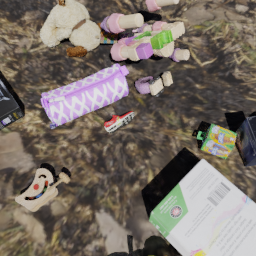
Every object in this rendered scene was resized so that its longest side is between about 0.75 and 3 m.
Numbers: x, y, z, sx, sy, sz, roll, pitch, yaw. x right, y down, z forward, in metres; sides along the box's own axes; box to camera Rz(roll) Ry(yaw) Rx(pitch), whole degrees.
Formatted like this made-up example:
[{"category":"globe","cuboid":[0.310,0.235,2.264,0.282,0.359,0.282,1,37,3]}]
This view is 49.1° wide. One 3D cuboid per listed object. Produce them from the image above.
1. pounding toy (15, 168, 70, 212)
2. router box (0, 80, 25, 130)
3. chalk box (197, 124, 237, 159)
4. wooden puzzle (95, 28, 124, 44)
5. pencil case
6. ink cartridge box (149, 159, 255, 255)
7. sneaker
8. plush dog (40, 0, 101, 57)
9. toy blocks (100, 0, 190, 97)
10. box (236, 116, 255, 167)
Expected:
[{"category":"pounding toy","cuboid":[-2.485,1.614,7.922,1.516,0.869,0.867,-37,72,-18]},{"category":"router box","cuboid":[-4.914,-0.863,9.374,1.873,0.622,2.382,-33,67,-16]},{"category":"chalk box","cuboid":[2.676,0.364,8.630,1.057,0.655,0.658,22,52,9]},{"category":"wooden puzzle","cuboid":[-0.678,-3.386,10.245,1.063,0.630,0.075,-1,51,-12]},{"category":"pencil case","cuboid":[-1.403,-1.121,9.166,2.929,1.252,1.229,-26,68,-14]},{"category":"ink cartridge box","cuboid":[2.281,2.604,7.177,2.099,1.264,2.888,-41,68,-19]},{"category":"sneaker","cuboid":[-0.294,-0.291,9.210,1.111,0.428,0.472,-30,59,-17]},{"category":"plush dog","cuboid":[-1.873,-3.776,10.496,2.001,1.869,2.330,43,69,-7]},{"category":"toy blocks","cuboid":[0.450,-2.989,10.023,2.362,2.805,2.622,12,44,43]},{"category":"box","cuboid":[3.842,0.413,8.401,0.713,1.147,1.157,-7,62,-3]}]
